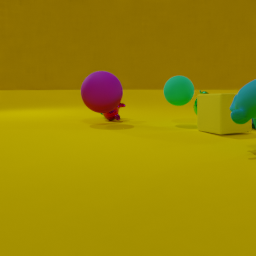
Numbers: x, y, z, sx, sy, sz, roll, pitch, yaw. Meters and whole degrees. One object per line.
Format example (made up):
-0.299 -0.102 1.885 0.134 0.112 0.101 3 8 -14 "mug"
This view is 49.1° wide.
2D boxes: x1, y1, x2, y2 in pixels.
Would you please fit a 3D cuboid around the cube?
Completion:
2.673 -0.431 7.823 1.054 1.054 1.054 -4 6 -21 "cube"

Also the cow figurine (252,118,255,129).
3.893 -0.418 8.636 0.597 1.088 1.070 4 -23 2 "cow figurine"

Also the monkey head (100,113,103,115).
-0.786 -0.787 11.443 1.051 0.634 0.756 14 -2 39 "monkey head"

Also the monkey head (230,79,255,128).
2.668 -0.413 5.539 1.565 1.126 0.943 -30 2 -3 "monkey head"

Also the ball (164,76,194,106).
1.686 -1.229 9.307 1.004 1.004 1.004 0 9 0 "ball"

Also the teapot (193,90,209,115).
2.445 -0.701 8.932 0.830 1.336 0.654 9 -22 -19 "teapot"

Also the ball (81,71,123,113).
-0.871 -1.192 9.367 1.397 1.397 1.397 0 9 0 "ball"

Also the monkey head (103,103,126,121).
-0.516 -0.634 10.551 0.848 0.710 1.179 -3 14 -31 "monkey head"
